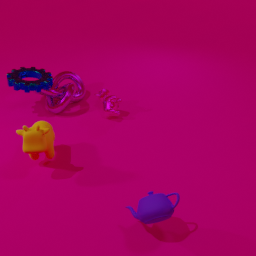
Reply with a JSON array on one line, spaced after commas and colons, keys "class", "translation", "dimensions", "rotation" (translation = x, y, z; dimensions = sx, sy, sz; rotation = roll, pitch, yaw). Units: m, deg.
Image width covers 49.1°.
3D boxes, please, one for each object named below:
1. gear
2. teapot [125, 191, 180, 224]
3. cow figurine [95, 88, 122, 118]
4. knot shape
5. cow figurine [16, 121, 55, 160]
[{"class": "gear", "translation": [-3.118, -1.562, 8.941], "dimensions": [1.374, 0.254, 1.374], "rotation": [7, 34, -5]}, {"class": "teapot", "translation": [0.465, 1.501, 5.345], "dimensions": [1.152, 0.716, 0.564], "rotation": [-25, 61, 19]}, {"class": "cow figurine", "translation": [-0.677, -0.803, 9.040], "dimensions": [0.962, 0.537, 0.978], "rotation": [-2, 75, 36]}, {"class": "knot shape", "translation": [-2.462, -1.268, 9.566], "dimensions": [1.735, 0.857, 1.854], "rotation": [7, 37, 9]}, {"class": "cow figurine", "translation": [-2.189, 0.201, 6.881], "dimensions": [0.748, 1.341, 1.363], "rotation": [-4, 42, -5]}]
